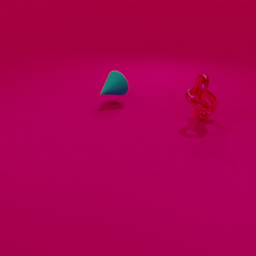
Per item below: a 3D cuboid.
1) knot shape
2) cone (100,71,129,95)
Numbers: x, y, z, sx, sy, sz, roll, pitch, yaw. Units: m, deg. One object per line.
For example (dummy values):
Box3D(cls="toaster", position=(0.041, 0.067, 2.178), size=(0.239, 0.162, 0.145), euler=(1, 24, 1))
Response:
Box3D(cls="knot shape", position=(2.271, -0.896, 8.749), size=(0.683, 1.478, 1.383), euler=(-7, 14, 32))
Box3D(cls="cone", position=(-0.666, -1.424, 10.138), size=(0.981, 0.981, 0.984), euler=(21, 44, 34))
